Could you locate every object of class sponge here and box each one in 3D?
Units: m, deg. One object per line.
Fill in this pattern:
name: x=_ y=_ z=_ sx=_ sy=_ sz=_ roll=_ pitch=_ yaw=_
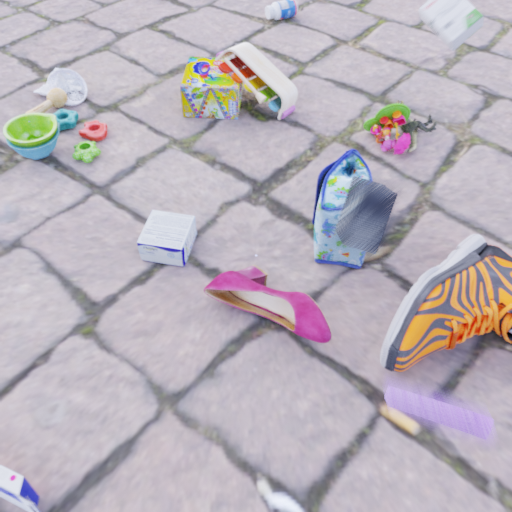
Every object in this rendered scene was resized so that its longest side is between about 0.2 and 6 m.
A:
sponge: x=1.892 y=1.630 z=5.829 sx=1.053 sy=0.587 sz=0.157 roll=15 pitch=72 yaw=23

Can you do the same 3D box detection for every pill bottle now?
pill bottle: x=0.806 y=-7.953 z=18.130 sx=0.986 sy=0.553 sz=0.553 roll=-19 pitch=50 yaw=-16

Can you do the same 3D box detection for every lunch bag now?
lunch bag: x=1.716 y=-0.954 z=10.978 sx=1.171 sy=1.562 sz=1.837 roll=10 pitch=49 yaw=8

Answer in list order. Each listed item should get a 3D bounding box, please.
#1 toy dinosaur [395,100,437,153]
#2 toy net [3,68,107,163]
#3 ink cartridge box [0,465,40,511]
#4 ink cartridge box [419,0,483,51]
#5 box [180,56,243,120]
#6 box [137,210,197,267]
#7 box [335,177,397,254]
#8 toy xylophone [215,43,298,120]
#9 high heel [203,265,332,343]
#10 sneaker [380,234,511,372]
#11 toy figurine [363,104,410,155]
toy dinosaur: x=3.950 y=-3.185 z=13.810 sx=0.863 sy=0.465 sz=1.958 roll=-11 pitch=47 yaw=9
toy net: x=-4.839 y=-3.791 z=14.121 sx=2.156 sy=0.794 sz=4.110 roll=-4 pitch=47 yaw=-4
ink cartridge box: x=-3.533 y=3.130 z=7.751 sx=1.588 sy=0.752 sz=0.295 roll=20 pitch=50 yaw=17
ink cartridge box: x=3.608 y=-4.429 z=10.398 sx=0.697 sy=0.403 sz=0.955 roll=-39 pitch=71 yaw=14
box: x=-1.114 y=-4.378 z=14.578 sx=1.457 sy=0.923 sz=1.513 roll=3 pitch=48 yaw=2
box: x=-1.751 y=-0.356 z=11.127 sx=0.914 sy=0.522 sz=0.994 roll=9 pitch=47 yaw=7
box: x=1.114 y=-0.435 z=5.769 sx=0.379 sy=0.645 sz=0.634 roll=16 pitch=14 yaw=-3
toy xylophone: x=-0.028 y=-4.430 z=14.013 sx=2.402 sy=0.603 sz=1.758 roll=49 pitch=42 yaw=7
high heel: x=0.171 y=0.924 z=9.676 sx=1.149 sy=0.807 sz=2.396 roll=-22 pitch=45 yaw=-32
sneaker: x=3.688 y=1.008 z=9.302 sx=1.979 sy=1.370 sz=3.532 roll=34 pitch=56 yaw=29
toy figurine: x=3.213 y=-2.884 z=13.391 sx=1.164 sy=0.874 sz=1.071 roll=-18 pitch=60 yaw=22
